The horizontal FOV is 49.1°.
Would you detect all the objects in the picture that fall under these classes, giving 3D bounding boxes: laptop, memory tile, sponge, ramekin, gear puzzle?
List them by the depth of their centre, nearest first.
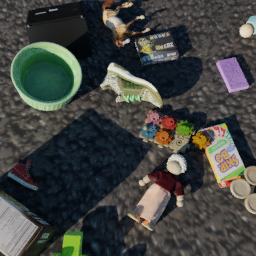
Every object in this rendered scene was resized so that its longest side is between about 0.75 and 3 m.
[{"bbox_3d":[4.815,2.297,9.149,1.994,0.218,2.601,-39,78,-13],"label":"memory tile"},{"bbox_3d":[1.695,0.191,9.954,2.475,0.324,1.282,20,69,14],"label":"gear puzzle"},{"bbox_3d":[-2.917,-1.768,10.130,2.357,1.151,2.357,5,74,-17],"label":"ramekin"},{"bbox_3d":[4.134,-2.116,11.086,0.778,0.208,1.394,-14,68,-5],"label":"sponge"},{"bbox_3d":[-2.925,-4.069,11.923,2.418,1.409,2.729,-12,43,-5],"label":"laptop"}]

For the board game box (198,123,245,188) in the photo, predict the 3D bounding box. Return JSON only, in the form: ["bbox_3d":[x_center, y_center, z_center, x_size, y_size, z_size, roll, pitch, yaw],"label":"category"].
[{"bbox_3d":[3.318,0.933,9.810,1.017,0.319,2.130,-15,71,-5],"label":"board game box"}]

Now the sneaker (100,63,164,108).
[{"bbox_3d":[0.097,-1.296,10.453,2.682,1.031,1.188,33,82,19],"label":"sneaker"}]

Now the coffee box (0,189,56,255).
[{"bbox_3d":[-3.741,2.681,8.374,2.806,1.586,1.120,31,71,11],"label":"coffee box"}]

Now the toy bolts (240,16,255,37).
[{"bbox_3d":[5.527,-3.977,11.119,1.409,1.941,2.032,-34,53,-6],"label":"toy bolts"}]

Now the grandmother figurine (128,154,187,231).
[{"bbox_3d":[1.151,1.995,9.127,1.566,0.782,2.582,32,73,4],"label":"grandmother figurine"}]

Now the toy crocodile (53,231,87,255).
[{"bbox_3d":[-1.677,4.528,8.077,0.994,0.909,2.946,-3,63,0],"label":"toy crocodile"}]

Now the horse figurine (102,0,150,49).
[{"bbox_3d":[-0.332,-4.548,11.825,1.767,0.666,2.666,-30,72,-11],"label":"horse figurine"}]

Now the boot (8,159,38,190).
[{"bbox_3d":[-3.377,1.536,9.492,1.155,0.418,0.833,27,69,14],"label":"boot"}]

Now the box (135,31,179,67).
[{"bbox_3d":[1.157,-3.236,11.452,1.528,0.375,1.231,-12,71,-5],"label":"box"}]
